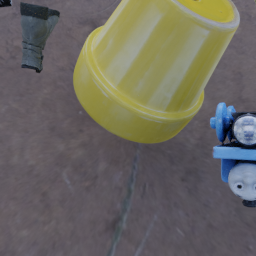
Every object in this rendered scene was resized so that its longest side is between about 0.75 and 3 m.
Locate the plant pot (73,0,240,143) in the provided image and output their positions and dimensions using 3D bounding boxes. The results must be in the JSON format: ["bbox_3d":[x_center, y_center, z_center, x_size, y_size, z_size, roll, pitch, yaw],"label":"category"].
[{"bbox_3d":[0.634,-1.615,5.848,2.956,2.781,2.956,15,49,-18],"label":"plant pot"}]

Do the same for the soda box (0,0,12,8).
[{"bbox_3d":[-3.459,-3.105,6.641,1.259,0.399,0.446,-10,65,-5],"label":"soda box"}]

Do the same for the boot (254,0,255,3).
[{"bbox_3d":[3.555,-3.307,6.713,0.955,2.651,2.050,-20,49,36],"label":"boot"}]

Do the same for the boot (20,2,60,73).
[{"bbox_3d":[-2.193,-2.154,6.753,0.761,1.468,2.248,8,19,-8],"label":"boot"}]

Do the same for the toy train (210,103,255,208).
[{"bbox_3d":[2.003,0.346,4.432,1.090,2.515,1.437,-2,89,27],"label":"toy train"}]
